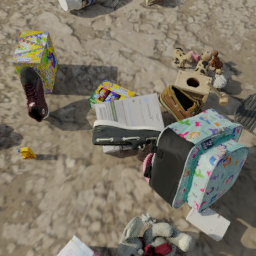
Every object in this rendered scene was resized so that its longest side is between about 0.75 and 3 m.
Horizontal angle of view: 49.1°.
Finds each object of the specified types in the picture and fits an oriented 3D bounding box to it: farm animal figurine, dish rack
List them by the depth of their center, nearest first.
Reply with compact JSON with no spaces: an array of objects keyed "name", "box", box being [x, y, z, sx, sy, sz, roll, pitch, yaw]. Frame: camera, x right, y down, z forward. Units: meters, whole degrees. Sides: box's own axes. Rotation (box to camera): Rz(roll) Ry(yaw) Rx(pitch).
[{"name":"dish rack","box":[5.785,-0.310,10.968,2.896,0.790,2.221,36,65,20]},{"name":"farm animal figurine","box":[3.125,-2.790,12.201,2.270,1.184,2.245,5,59,3]}]

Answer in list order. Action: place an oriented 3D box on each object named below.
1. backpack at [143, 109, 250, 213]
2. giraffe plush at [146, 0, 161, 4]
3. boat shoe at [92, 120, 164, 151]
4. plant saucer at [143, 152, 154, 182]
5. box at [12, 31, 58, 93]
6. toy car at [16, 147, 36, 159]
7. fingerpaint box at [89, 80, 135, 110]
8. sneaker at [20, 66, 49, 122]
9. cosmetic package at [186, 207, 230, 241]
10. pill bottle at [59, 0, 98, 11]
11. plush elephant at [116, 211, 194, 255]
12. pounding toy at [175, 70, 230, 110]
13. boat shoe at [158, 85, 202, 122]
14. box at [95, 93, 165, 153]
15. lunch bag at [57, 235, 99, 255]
[{"name":"backpack","box":[2.308,0.884,8.694,2.252,2.655,2.991,33,43,31]},{"name":"giraffe plush","box":[1.503,-7.220,14.955,1.009,1.245,1.074,-5,35,-9]},{"name":"boat shoe","box":[0.168,0.382,9.752,2.837,1.073,0.856,6,73,2]},{"name":"plant saucer","box":[1.245,1.590,9.802,1.653,0.419,1.653,13,54,-18]},{"name":"box","box":[-3.812,-2.728,11.763,1.138,1.866,1.797,2,59,1]},{"name":"toy car","box":[-4.672,0.278,10.549,2.666,0.887,1.308,9,60,6]},{"name":"fingerpaint box","box":[-0.650,-1.159,11.599,1.505,0.552,1.255,27,63,15]},{"name":"sneaker","box":[-3.554,-1.201,10.585,0.816,2.156,1.245,-16,23,-1]},{"name":"cosmetic package","box":[2.590,3.020,9.131,1.208,0.490,0.682,32,66,16]},{"name":"pill bottle","box":[-2.470,-7.034,14.699,2.255,1.251,1.251,-34,65,-19]},{"name":"plush elephant","box":[0.523,3.497,8.003,1.744,1.856,2.253,-17,37,-32]},{"name":"pounding toy","box":[2.936,-1.525,11.030,2.144,1.883,0.981,16,60,9]},{"name":"boat shoe","box":[2.327,-0.588,10.626,2.597,0.883,0.934,37,60,-5]},{"name":"box","box":[0.092,-0.183,10.654,2.424,0.499,1.890,-11,83,-6]},{"name":"lunch bag","box":[-1.546,4.222,7.034,1.813,2.852,2.418,34,64,19]}]
